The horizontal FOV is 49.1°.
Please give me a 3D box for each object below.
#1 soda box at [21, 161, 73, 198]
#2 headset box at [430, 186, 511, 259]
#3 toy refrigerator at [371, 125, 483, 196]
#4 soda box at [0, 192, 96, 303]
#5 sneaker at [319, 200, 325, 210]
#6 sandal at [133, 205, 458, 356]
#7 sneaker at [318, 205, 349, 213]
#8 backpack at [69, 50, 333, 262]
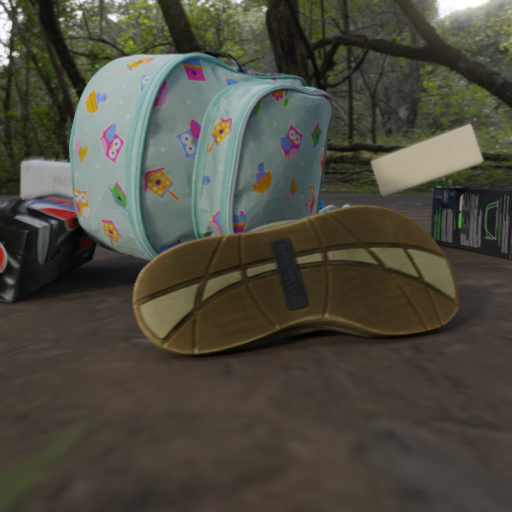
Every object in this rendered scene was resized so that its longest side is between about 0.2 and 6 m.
[{"bbox_3d":[-3.994,-1.693,13.889,3.275,1.043,1.115,4,11,-7],"label":"soda box"},{"bbox_3d":[5.174,-0.764,11.237,2.367,1.261,2.719,-2,8,-14],"label":"headset box"},{"bbox_3d":[3.220,-1.774,10.573,1.878,0.713,0.657,-19,-1,26],"label":"toy refrigerator"},{"bbox_3d":[-2.968,-0.234,7.598,0.862,0.963,2.721,18,11,0],"label":"soda box"},{"bbox_3d":[0.814,-1.631,12.940,0.957,0.856,2.338,-26,-41,11],"label":"sneaker"},{"bbox_3d":[0.417,0.271,5.137,3.083,1.238,0.833,-7,-12,-18],"label":"sandal"},{"bbox_3d":[1.506,-0.617,12.557,1.049,0.892,2.299,-14,-2,24],"label":"sneaker"},{"bbox_3d":[-0.675,-1.285,7.928,3.517,3.092,2.696,-6,20,-45],"label":"backpack"}]
